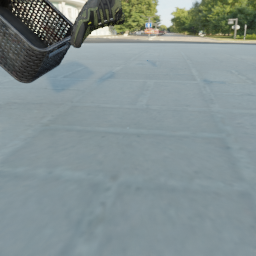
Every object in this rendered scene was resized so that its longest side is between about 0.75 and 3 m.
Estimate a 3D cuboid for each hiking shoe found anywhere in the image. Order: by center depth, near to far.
[{"bbox_3d":[-0.436,-1.977,4.944,0.752,1.495,0.566,32,8,-19],"label":"hiking shoe"}]

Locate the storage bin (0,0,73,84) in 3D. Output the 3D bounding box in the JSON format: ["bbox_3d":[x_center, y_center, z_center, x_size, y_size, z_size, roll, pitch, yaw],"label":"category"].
[{"bbox_3d":[-2.889,-2.686,7.136,2.689,1.261,1.818,42,41,-5],"label":"storage bin"}]
